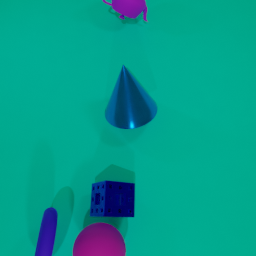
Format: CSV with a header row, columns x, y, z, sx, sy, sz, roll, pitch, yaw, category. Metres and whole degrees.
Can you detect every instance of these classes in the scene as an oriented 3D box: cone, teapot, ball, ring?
x,y,z,sx,sy,sz,roll,pitch,yaw,category
-0.017,-1.044,7.569,1.536,1.542,1.536,-5,44,5,cone
0.016,-3.727,8.535,1.735,0.849,1.079,7,34,-31,teapot
-0.652,2.803,6.406,1.212,1.212,1.212,0,72,0,ball
-1.930,2.677,6.500,0.325,1.625,1.625,12,72,-15,ring

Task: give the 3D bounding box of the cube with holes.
x,y,z,sx,sy,sz,roll,pitch,yaw,category
-0.399,1.834,7.142,0.834,0.834,0.834,12,69,-29,cube with holes
